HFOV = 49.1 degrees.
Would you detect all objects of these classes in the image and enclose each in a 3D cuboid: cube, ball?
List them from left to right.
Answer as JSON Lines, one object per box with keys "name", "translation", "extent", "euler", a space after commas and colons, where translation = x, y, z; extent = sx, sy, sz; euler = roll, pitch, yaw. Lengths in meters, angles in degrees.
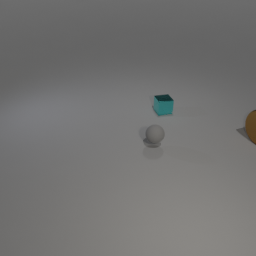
{"name": "ball", "translation": [0.992, 0.219, 10.259], "extent": [0.700, 0.700, 0.700], "euler": [0, 31, 0]}
{"name": "cube", "translation": [1.611, -1.055, 12.731], "extent": [0.700, 0.700, 0.700], "euler": [-8, 32, -12]}

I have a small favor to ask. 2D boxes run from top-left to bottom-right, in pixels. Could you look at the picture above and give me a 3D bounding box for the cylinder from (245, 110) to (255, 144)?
{"name": "cylinder", "translation": [5.444, -0.129, 10.520], "extent": [1.400, 1.400, 1.400], "euler": [-13, 34, -20]}
